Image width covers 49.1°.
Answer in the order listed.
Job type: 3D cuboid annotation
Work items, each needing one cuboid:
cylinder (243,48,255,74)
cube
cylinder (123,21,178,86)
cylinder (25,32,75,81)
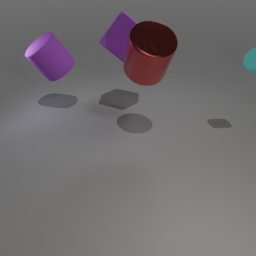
[{"bbox_3d":[4.095,-2.044,8.712,0.700,0.700,0.700,14,21,-30],"label":"cylinder"},{"bbox_3d":[-0.075,-3.384,10.792,1.400,1.400,1.400,38,12,-7],"label":"cube"},{"bbox_3d":[0.632,-2.234,8.502,1.400,1.400,1.400,4,64,-8],"label":"cylinder"},{"bbox_3d":[-3.111,-2.841,11.240,1.400,1.400,1.400,-23,42,22],"label":"cylinder"}]
